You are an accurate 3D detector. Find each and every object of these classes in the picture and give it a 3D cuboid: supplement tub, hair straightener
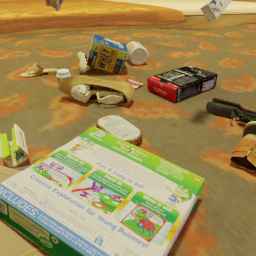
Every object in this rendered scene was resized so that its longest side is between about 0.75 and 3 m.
[{"bbox_3d":[-2.485,-1.867,10.894,0.544,0.753,0.544,0,31,0],"label":"supplement tub"},{"bbox_3d":[0.390,-3.742,13.891,0.921,0.921,1.275,-7,31,-11],"label":"supplement tub"},{"bbox_3d":[3.502,-0.311,8.687,2.376,0.486,0.914,28,41,32],"label":"hair straightener"}]

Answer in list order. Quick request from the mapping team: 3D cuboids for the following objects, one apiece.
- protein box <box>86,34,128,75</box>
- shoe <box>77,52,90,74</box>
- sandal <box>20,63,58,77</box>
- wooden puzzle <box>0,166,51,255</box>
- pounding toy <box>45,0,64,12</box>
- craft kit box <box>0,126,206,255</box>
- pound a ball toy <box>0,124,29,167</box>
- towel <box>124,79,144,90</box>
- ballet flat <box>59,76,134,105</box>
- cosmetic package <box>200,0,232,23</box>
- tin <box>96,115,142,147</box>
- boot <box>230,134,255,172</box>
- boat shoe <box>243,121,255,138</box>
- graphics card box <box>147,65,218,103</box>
[{"bbox_3d":[-0.950,-3.359,12.686,1.583,1.068,1.571,14,28,-13],"label":"protein box"},{"bbox_3d":[-2.041,-3.086,13.041,0.473,0.620,1.773,-23,40,6],"label":"shoe"},{"bbox_3d":[-3.949,-2.653,12.429,1.653,0.544,0.606,-8,31,-13],"label":"sandal"},{"bbox_3d":[-2.117,1.668,4.857,2.640,0.492,2.443,12,30,-5],"label":"wooden puzzle"},{"bbox_3d":[-2.183,-4.444,8.641,0.841,1.466,0.838,28,-1,2],"label":"pounding toy"},{"bbox_3d":[-0.371,1.231,5.204,2.880,0.699,2.844,25,36,22],"label":"craft kit box"},{"bbox_3d":[-3.073,0.506,7.234,0.876,0.570,1.343,-34,38,-5],"label":"pound a ball toy"},{"bbox_3d":[0.014,-1.695,11.234,0.780,0.123,1.084,23,38,33],"label":"towel"},{"bbox_3d":[-1.164,-1.273,9.792,2.751,0.944,0.867,3,42,6],"label":"ballet flat"},{"bbox_3d":[2.363,-3.282,7.441,0.282,0.459,1.112,-12,32,52],"label":"cosmetic package"},{"bbox_3d":[-0.266,0.079,8.057,0.943,0.353,1.684,-16,34,-32],"label":"tin"},{"bbox_3d":[3.375,0.699,6.802,1.559,0.574,1.206,12,32,37],"label":"boot"},{"bbox_3d":[4.386,0.181,7.448,2.396,0.858,0.912,17,23,26],"label":"boat shoe"},{"bbox_3d":[2.122,-1.784,10.894,2.409,0.613,1.511,-24,37,-32],"label":"graphics card box"}]
